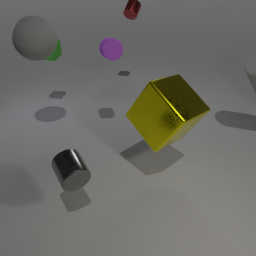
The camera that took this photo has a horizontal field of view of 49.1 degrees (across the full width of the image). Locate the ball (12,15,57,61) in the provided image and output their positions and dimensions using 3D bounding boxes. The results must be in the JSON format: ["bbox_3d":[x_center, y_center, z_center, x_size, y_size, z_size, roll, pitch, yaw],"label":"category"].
[{"bbox_3d":[-3.023,-2.904,9.090,1.400,1.400,1.400,0,30,0],"label":"ball"}]

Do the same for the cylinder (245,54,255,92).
[{"bbox_3d":[4.996,-1.829,9.722,1.400,1.400,1.400,-29,33,22],"label":"cylinder"}]

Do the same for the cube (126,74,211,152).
[{"bbox_3d":[1.082,-0.435,7.728,1.400,1.400,1.400,-22,68,-44],"label":"cube"}]

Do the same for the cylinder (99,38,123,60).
[{"bbox_3d":[-0.585,-2.695,9.532,0.700,0.700,0.700,-7,22,-12],"label":"cylinder"}]

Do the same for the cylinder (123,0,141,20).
[{"bbox_3d":[0.211,-5.784,13.662,0.700,0.700,0.700,13,73,22],"label":"cylinder"}]

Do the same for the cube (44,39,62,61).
[{"bbox_3d":[-3.302,-3.339,11.887,0.700,0.700,0.700,8,39,9],"label":"cube"}]

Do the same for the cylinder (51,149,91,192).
[{"bbox_3d":[-1.295,0.956,6.373,0.700,0.700,0.700,-17,49,-27],"label":"cylinder"}]
